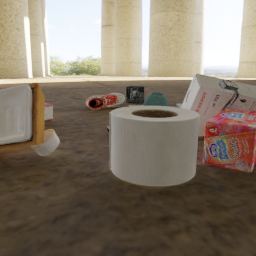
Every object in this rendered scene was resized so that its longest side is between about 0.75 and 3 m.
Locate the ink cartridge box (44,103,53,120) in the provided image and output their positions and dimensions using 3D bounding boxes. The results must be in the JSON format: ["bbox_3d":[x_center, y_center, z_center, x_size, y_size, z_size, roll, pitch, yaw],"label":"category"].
[{"bbox_3d":[-4.540,-0.768,12.989,1.765,0.749,1.286,12,18,36],"label":"ink cartridge box"}]

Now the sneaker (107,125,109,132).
[{"bbox_3d":[0.254,-0.173,10.241,2.072,0.858,0.743,3,14,11],"label":"sneaker"}]

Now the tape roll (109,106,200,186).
[{"bbox_3d":[0.629,0.327,6.837,2.134,1.465,2.134,0,13,0],"label":"tape roll"}]

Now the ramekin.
[{"bbox_3d":[-2.370,0.431,8.101,0.795,0.387,0.795,-22,31,14],"label":"ramekin"}]

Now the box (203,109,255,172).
[{"bbox_3d":[3.064,0.218,7.940,1.260,1.162,2.455,8,16,30],"label":"box"}]

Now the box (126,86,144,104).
[{"bbox_3d":[0.477,-2.182,18.250,1.069,1.051,0.663,10,17,38],"label":"box"}]

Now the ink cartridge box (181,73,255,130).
[{"bbox_3d":[3.182,-0.749,9.647,2.279,1.668,0.978,10,39,-6],"label":"ink cartridge box"}]

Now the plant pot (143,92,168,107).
[{"bbox_3d":[1.451,-1.297,14.371,1.384,0.932,1.384,5,20,-2],"label":"plant pot"}]

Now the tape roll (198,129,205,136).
[{"bbox_3d":[2.397,-0.106,11.006,2.100,0.384,2.100,0,14,0],"label":"tape roll"}]

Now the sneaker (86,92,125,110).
[{"bbox_3d":[-1.225,-1.520,16.095,2.390,0.798,1.281,-6,15,-10],"label":"sneaker"}]

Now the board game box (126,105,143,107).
[{"bbox_3d":[0.528,-1.114,15.571,1.236,0.214,0.780,4,13,15],"label":"board game box"}]

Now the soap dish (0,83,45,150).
[{"bbox_3d":[-3.370,-0.211,7.930,2.214,1.742,0.899,-8,-14,18],"label":"soap dish"}]

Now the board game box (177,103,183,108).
[{"bbox_3d":[3.616,-1.201,16.000,1.484,0.192,1.484,1,13,1],"label":"board game box"}]
